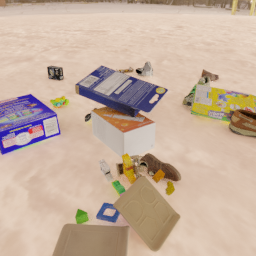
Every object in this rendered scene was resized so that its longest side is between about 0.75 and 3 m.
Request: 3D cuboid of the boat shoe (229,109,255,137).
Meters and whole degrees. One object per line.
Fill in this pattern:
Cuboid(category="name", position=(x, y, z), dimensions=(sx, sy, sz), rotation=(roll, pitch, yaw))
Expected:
Cuboid(category="boat shoe", position=(4.698, -0.113, 9.453), dimensions=(2.386, 0.881, 0.903), rotation=(10, 30, 19))

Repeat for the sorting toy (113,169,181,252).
Cuboid(category="sorting toy", position=(0.565, 1.709, 6.261), dimensions=(1.282, 0.230, 1.720), rotation=(46, 42, 8))

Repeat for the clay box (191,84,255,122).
Cuboid(category="clay box", position=(3.804, -0.875, 10.782), dimensions=(2.577, 0.613, 1.480), rotation=(14, 40, 9))

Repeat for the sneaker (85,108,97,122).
Cuboid(category="sneaker", position=(-1.290, -0.425, 10.365), dimensions=(0.344, 0.762, 0.298), rotation=(20, 43, -50))

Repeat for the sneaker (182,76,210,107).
Cuboid(category="sneaker", position=(3.007, -1.632, 12.132), dimensions=(0.910, 1.048, 2.366), rotation=(15, 33, 26))

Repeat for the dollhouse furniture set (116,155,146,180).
Cuboid(category="dollhouse furniture set", position=(0.062, 1.100, 7.426), dimensions=(0.526, 0.694, 0.792), rotation=(-10, 3, -20))

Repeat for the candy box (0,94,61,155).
Cuboid(category="candy box", position=(-3.800, -0.258, 9.688), dimensions=(2.026, 0.923, 2.396), rotation=(-21, 35, -31))

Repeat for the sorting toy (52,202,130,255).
Cuboid(category="sorting toy", position=(-0.714, 2.427, 5.277), dimensions=(1.447, 0.350, 2.569), rotation=(-2, 27, 6))

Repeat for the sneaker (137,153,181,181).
Cuboid(category="sneaker", position=(0.826, 1.175, 7.635), dimensions=(0.516, 0.481, 1.366), rotation=(-38, 39, -22))

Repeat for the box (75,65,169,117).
Cuboid(category="box", position=(-0.185, -1.225, 9.390), dimensions=(2.722, 0.441, 1.649), rotation=(23, 44, 19))

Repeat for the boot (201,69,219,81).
Cuboid(category="boot", position=(4.479, -2.858, 15.224), dimensions=(0.889, 0.427, 1.216), rotation=(11, 30, 7))

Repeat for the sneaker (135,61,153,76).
Cuboid(category="sneaker", position=(0.859, -3.397, 15.989), dimensions=(0.927, 0.602, 1.605), rotation=(-5, 29, -4))

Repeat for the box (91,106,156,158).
Cuboid(category="box", position=(-0.191, 0.024, 9.113), dimensions=(1.220, 0.956, 1.962), rotation=(-18, 33, -31))

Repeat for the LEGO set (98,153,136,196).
Cuboid(category="LEGO set", position=(-0.072, 1.183, 6.918), dimensions=(0.774, 0.833, 2.030), rotation=(-24, 34, -17))

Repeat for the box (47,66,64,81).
Cuboid(category="box", position=(-3.894, -2.952, 15.044), dimensions=(0.815, 0.667, 0.351), rotation=(14, 31, 24))

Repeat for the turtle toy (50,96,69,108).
Cuboid(category="turtle toy", position=(-2.845, -1.097, 11.799), dimensions=(0.602, 0.417, 0.826), rotation=(-6, 14, 46))

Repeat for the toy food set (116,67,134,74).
Cuboid(category="toy food set", position=(-0.190, -3.399, 16.301), dimensions=(0.918, 0.277, 0.659), rotation=(-11, 30, -20))
